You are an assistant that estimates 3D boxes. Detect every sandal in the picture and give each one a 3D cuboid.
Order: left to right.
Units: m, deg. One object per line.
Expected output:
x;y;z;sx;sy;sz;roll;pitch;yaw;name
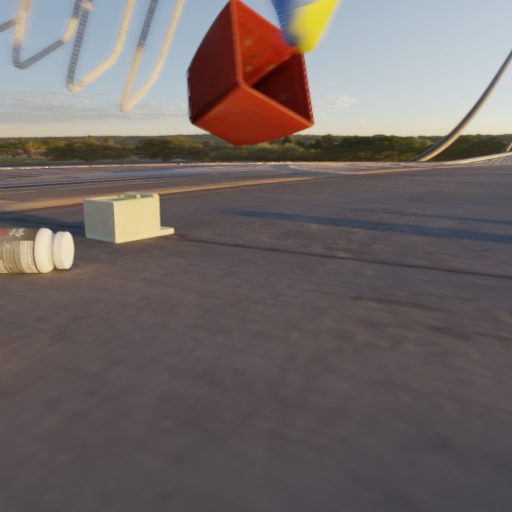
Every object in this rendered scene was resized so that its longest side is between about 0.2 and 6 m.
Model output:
0.211;-2.084;4.147;0.746;0.681;1.713;17;38;-16;sandal

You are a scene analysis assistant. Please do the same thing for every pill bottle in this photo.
-2.844;-0.067;7.025;0.971;0.562;0.562;0;11;-1;pill bottle

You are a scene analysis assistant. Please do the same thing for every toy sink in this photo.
-2.184;-0.709;9.731;0.860;0.739;1.320;9;15;39;toy sink

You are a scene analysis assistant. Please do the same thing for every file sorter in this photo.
-2.226;-3.010;6.287;2.662;1.658;1.847;22;33;-8;file sorter

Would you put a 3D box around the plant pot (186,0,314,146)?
-0.245;-2.869;9.516;1.549;1.756;1.757;-24;-29;38;plant pot
